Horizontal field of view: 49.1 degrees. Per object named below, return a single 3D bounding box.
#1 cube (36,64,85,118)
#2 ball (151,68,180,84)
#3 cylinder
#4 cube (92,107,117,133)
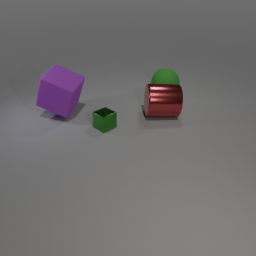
[{"bbox_3d":[-2.806,-1.548,11.694,1.400,1.400,1.400,23,38,-2],"label":"cube"},{"bbox_3d":[1.849,-2.258,13.894,1.400,1.400,1.400,0,30,0],"label":"ball"},{"bbox_3d":[1.473,-1.176,11.918,1.400,1.400,1.400,1,30,-6],"label":"cylinder"},{"bbox_3d":[-0.931,-0.328,11.229,0.700,0.700,0.700,26,39,38],"label":"cube"}]
